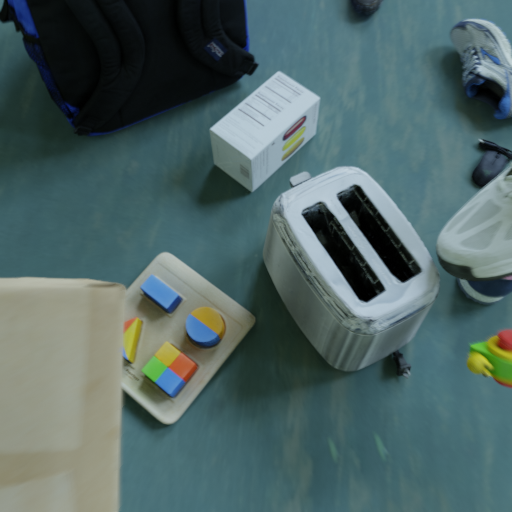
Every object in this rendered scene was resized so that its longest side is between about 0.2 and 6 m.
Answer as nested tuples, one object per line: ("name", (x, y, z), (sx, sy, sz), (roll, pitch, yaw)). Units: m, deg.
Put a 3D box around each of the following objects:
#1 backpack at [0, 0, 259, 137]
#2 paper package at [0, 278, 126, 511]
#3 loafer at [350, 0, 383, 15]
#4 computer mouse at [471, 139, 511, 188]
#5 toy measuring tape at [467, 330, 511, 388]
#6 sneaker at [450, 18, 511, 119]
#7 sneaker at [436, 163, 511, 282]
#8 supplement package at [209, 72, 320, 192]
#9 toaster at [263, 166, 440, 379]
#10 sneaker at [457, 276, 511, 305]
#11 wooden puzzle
("backpack", (-2.305, -4.556, 8.249), (3.548, 4.366, 3.664), (-30, 68, -13))
("paper package", (-1.954, 1.439, 4.560), (1.308, 2.409, 2.528), (2, 87, -25))
("loafer", (2.226, -5.474, 10.764), (0.695, 0.691, 1.910), (10, 65, 4))
("computer mouse", (3.806, -1.514, 9.091), (0.633, 0.241, 0.914), (28, 67, 12))
("toy measuring tape", (2.787, 0.975, 5.588), (1.520, 0.559, 0.559), (-9, 64, -19))
("sneaker", (3.925, -3.219, 9.628), (0.912, 0.825, 2.140), (-27, 66, -8))
("sneaker", (3.006, -1.238, 5.768), (3.222, 1.854, 1.216), (-38, 36, 6))
("supplement package", (0.153, -1.986, 8.940), (0.882, 0.916, 1.610), (39, 71, 18))
("toaster", (1.214, 0.235, 7.340), (1.623, 1.845, 2.857), (-25, 67, -10))
("sneaker", (4.080, -0.543, 8.091), (1.011, 1.182, 2.883), (36, 69, 16))
("wooden puzzle", (-1.244, 1.027, 7.743), (1.783, 0.446, 1.925), (35, 69, 16))
